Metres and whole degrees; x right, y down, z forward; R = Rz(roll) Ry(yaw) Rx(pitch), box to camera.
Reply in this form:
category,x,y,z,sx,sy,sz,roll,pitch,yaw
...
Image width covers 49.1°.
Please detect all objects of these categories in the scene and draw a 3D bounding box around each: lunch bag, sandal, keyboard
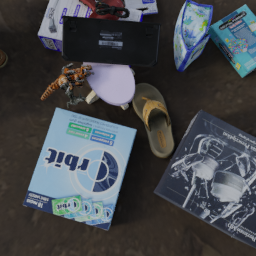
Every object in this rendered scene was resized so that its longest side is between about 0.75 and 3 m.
category,x,y,z,sx,sy,sz,roll,pitch,yaw
lunch bag,1.909,-2.750,8.630,1.060,1.414,1.664,16,77,4
sandal,0.816,-0.302,8.478,0.984,0.662,2.451,-17,78,-4
keyboard,-0.464,-2.612,7.789,2.714,0.348,1.630,3,104,-4

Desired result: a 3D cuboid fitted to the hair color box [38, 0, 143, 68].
category,x,y,z,sx,sy,sz,roll,pitch,yaw
hair color box,-1.149,-3.125,8.958,2.937,0.952,1.605,14,78,1

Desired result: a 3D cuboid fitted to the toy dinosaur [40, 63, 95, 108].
category,x,y,z,sx,sy,sz,roll,pitch,yaw
toy dinosaur,-1.639,-1.170,7.822,1.573,0.804,1.068,-23,103,15

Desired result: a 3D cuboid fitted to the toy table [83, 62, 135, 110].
category,x,y,z,sx,sy,sz,roll,pitch,yaw
toy table,-0.556,-1.396,8.483,1.772,1.129,1.927,-23,78,-4

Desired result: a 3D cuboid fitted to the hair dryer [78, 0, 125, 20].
category,x,y,z,sx,sy,sz,roll,pitch,yaw
hair dryer,-1.002,-3.660,8.458,1.893,0.675,2.486,-2,68,20

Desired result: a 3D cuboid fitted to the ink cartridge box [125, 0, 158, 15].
category,x,y,z,sx,sy,sz,roll,pitch,yaw
ink cartridge box,0.349,-4.722,9.591,1.011,0.396,2.135,-8,75,-3

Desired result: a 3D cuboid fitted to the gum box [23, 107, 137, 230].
category,x,y,z,sx,sy,sz,roll,pitch,yaw
gum box,-1.321,1.137,8.171,2.479,0.650,2.918,15,78,3

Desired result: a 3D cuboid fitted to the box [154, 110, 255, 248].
category,x,y,z,sx,sy,sz,roll,pitch,yaw
box,2.533,1.352,7.710,2.782,1.448,2.533,28,80,6

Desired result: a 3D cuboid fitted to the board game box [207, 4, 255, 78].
category,x,y,z,sx,sy,sz,roll,pitch,yaw
board game box,3.782,-2.840,9.136,1.462,0.454,1.936,-32,80,-7

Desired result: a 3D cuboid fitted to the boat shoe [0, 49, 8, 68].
category,x,y,z,sx,sy,sz,roll,pitch,yaw
boat shoe,-5.042,-2.599,8.901,2.385,0.811,0.858,22,79,5
